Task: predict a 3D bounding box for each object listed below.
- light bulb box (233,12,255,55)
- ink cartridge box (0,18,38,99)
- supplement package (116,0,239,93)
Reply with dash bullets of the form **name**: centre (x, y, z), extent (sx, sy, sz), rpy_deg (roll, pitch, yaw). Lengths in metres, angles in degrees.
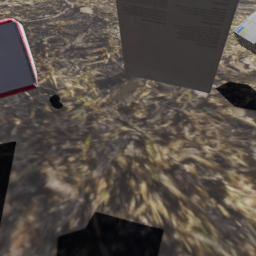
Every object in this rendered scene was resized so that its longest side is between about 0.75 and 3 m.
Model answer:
- **light bulb box**: centre (4.152, -2.975, 8.710), extent (1.146, 0.721, 1.156), rpy_deg (-40, 39, 13)
- **ink cartridge box**: centre (-2.895, -1.239, 5.373), extent (2.011, 1.171, 2.778), rpy_deg (-18, 22, -12)
- **supplement package**: centre (0.758, -1.723, 3.919), extent (1.424, 1.876, 1.414), rpy_deg (15, 63, 13)
